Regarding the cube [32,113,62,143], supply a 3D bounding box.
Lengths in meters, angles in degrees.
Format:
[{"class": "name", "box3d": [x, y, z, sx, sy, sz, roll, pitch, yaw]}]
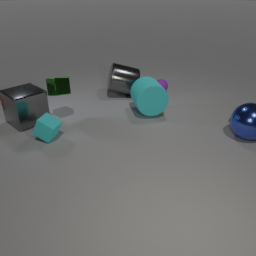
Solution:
[{"class": "cube", "box3d": [-2.996, -0.011, 10.418, 0.700, 0.700, 0.700, 30, 30, 1]}]

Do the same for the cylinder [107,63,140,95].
[{"class": "cylinder", "box3d": [-0.247, -2.450, 14.170, 1.400, 1.400, 1.400, 11, 26, -12]}]

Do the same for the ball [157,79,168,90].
[{"class": "ball", "box3d": [1.769, -2.244, 14.832, 0.700, 0.700, 0.700, 0, 28, 0]}]

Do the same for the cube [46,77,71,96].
[{"class": "cube", "box3d": [-2.845, -1.704, 11.443, 0.700, 0.700, 0.700, -15, 15, -41]}]

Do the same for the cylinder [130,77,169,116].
[{"class": "cylinder", "box3d": [0.917, -1.412, 12.355, 1.400, 1.400, 1.400, -5, 26, -9]}]

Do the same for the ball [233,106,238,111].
[{"class": "ball", "box3d": [4.675, -0.584, 11.505, 0.700, 0.700, 0.700, 0, 28, 0]}]

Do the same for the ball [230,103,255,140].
[{"class": "ball", "box3d": [4.536, -0.240, 10.428, 1.400, 1.400, 1.400, 0, 28, 0]}]

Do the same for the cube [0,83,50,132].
[{"class": "cube", "box3d": [-4.249, -0.903, 11.612, 1.400, 1.400, 1.400, -25, 37, -38]}]
